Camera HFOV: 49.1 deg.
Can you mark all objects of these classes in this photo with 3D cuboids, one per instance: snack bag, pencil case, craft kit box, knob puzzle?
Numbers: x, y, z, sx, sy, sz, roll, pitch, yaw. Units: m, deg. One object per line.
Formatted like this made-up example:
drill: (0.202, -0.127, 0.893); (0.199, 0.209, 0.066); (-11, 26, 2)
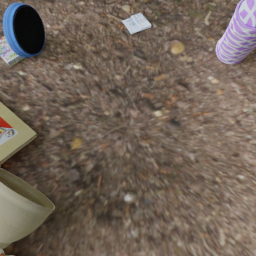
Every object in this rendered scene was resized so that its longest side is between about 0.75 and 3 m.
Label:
snack bag: (0.269, -3.455, 9.232); (0.782, 0.084, 0.738); (-24, 64, -13)
pencil case: (3.000, -2.530, 7.402); (0.990, 2.358, 1.008); (-7, 80, 2)
craft kit box: (-3.474, -2.484, 8.574); (1.029, 0.250, 1.016); (-39, 70, -15)
knob puzzle: (-3.946, 0.354, 6.782); (2.854, 0.396, 2.854); (4, 51, -4)

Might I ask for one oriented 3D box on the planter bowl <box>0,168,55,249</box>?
planter bowl: (-2.407, 1.574, 5.412); (1.623, 1.623, 1.092); (31, 78, 16)

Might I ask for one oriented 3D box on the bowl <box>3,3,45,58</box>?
bowl: (-2.912, -2.787, 8.031); (0.293, 1.494, 1.494); (3, 59, 20)

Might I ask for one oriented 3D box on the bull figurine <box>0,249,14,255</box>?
bull figurine: (-3.445, 2.424, 5.173); (2.801, 0.912, 1.700); (43, 74, -2)
